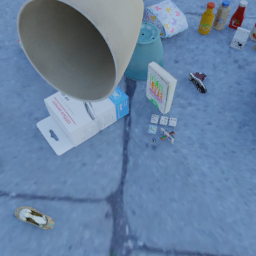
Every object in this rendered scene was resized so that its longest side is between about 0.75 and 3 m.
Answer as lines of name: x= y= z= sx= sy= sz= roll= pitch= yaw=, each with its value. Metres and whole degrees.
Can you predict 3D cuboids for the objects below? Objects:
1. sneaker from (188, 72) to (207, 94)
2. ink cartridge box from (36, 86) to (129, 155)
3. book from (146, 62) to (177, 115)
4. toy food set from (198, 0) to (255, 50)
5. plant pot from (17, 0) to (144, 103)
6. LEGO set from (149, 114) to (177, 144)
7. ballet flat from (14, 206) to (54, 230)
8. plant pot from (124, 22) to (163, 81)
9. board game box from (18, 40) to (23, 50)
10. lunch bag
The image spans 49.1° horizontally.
sneaker: x=2.534 y=-1.610 z=9.547 sx=0.553 sy=0.362 sz=0.957 roll=-22 pitch=60 yaw=-16
ink cartridge box: x=-1.439 y=-0.524 z=8.563 sx=2.609 sy=0.870 sz=1.511 roll=-34 pitch=64 yaw=-19
book: x=0.967 y=-1.207 z=8.626 sx=0.355 sy=1.478 sz=0.987 roll=-32 pitch=63 yaw=-17
toy food set: x=4.153 y=-3.921 z=10.460 sx=2.701 sy=1.215 sz=1.289 roll=26 pitch=62 yaw=15
plant pot: x=-0.656 y=-2.224 z=6.141 sx=2.305 sy=2.305 sz=2.461 roll=24 pitch=54 yaw=14
LEGO set: x=1.051 y=0.074 z=8.638 sx=0.803 sy=0.264 sz=1.075 roll=10 pitch=48 yaw=7
ballet flat: x=-2.420 y=2.253 z=7.132 sx=1.133 sy=0.370 sz=0.399 roll=14 pitch=66 yaw=10
plant pot: x=0.498 y=-2.678 z=9.539 sx=1.580 sy=1.484 sz=1.580 roll=0 pitch=58 yaw=-1
board game box: x=-2.937 y=-2.823 z=10.282 sx=1.304 sy=0.357 sz=2.065 roll=-35 pitch=64 yaw=-20
lunch bag: x=1.464 y=-4.089 z=10.760 sx=1.162 sy=0.871 sz=1.370 roll=-32 pitch=72 yaw=-21
